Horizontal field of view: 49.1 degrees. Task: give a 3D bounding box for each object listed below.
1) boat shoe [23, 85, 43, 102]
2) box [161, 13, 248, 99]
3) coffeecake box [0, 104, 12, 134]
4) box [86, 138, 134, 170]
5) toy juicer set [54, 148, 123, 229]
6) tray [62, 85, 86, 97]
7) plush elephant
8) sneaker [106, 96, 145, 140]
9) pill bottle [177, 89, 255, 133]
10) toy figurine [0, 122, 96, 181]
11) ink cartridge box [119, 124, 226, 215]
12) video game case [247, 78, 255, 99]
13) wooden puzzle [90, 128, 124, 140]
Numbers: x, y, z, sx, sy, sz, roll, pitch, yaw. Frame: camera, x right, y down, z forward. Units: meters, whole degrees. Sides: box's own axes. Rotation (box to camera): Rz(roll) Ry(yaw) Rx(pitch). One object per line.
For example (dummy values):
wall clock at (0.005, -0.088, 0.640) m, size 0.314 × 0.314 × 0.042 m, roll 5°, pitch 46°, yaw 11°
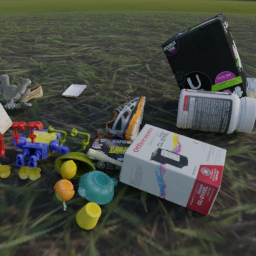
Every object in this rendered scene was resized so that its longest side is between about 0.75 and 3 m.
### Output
boat shoe at (-4.223, -1.392, 11.513) m, size 0.529 × 0.479 × 1.486 m, roll 22°, pitch 35°, yaw 35°
box at (2.820, -2.247, 10.012) m, size 2.095 × 2.820 × 1.753 m, roll -17°, pitch 18°, yaw 29°
coffeecake box at (-4.542, -0.610, 8.826) m, size 1.168 × 1.522 × 0.556 m, roll 13°, pitch 50°, yaw 24°
box at (-0.413, 0.708, 7.729) m, size 1.392 × 0.308 × 1.115 m, roll 3°, pitch 28°, yaw 6°
toy juicer set at (-0.874, 1.182, 6.331) m, size 1.329 × 0.568 × 2.089 m, roll 35°, pitch 33°, yaw 3°
tray at (-2.331, -1.617, 12.300) m, size 0.712 × 0.147 × 1.326 m, roll 4°, pitch 28°, yaw 8°
plush elephant at (-4.134, -1.167, 10.379) m, size 1.078 × 1.309 × 1.013 m, roll 3°, pitch -16°, yaw -7°
sneaker at (0.003, -0.435, 9.130) m, size 0.938 × 0.950 × 2.429 m, roll 9°, pitch 28°, yaw 9°
pill bottle at (2.780, -0.512, 8.987) m, size 2.273 × 1.295 × 1.295 m, roll 7°, pitch 29°, yaw 12°
toy figurine at (-2.126, 0.283, 7.397) m, size 2.905 × 1.532 × 1.740 m, roll 4°, pitch 23°, yaw 5°
ink cartridge box at (1.052, 0.867, 6.520) m, size 2.090 × 0.866 × 1.523 m, roll 19°, pitch 33°, yaw 14°
video game case at (5.410, -1.239, 11.031) m, size 2.590 × 0.649 × 2.857 m, roll 9°, pitch 29°, yaw 16°
wooden puzzle at (-0.565, 0.222, 8.874) m, size 1.337 × 0.094 × 0.793 m, roll -4°, pitch 28°, yaw -9°
